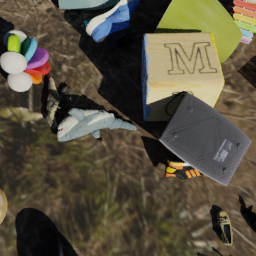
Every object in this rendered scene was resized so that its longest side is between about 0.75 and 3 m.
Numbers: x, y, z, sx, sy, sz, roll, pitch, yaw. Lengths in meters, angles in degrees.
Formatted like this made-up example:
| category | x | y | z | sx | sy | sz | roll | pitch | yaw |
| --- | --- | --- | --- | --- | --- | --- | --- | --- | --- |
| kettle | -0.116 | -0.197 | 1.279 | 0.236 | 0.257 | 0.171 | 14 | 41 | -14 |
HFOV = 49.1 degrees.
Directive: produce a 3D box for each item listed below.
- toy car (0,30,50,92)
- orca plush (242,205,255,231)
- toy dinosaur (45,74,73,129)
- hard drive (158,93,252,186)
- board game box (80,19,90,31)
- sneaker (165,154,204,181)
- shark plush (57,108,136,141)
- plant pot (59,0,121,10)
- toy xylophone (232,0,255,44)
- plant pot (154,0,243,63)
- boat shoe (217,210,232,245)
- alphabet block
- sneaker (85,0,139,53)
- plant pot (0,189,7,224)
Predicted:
| category | x | y | z | sx | sy | sz | roll | pitch | yaw |
| --- | --- | --- | --- | --- | --- | --- | --- | --- | --- |
| toy car | -3.712 | -2.489 | 10.390 | 1.570 | 2.093 | 1.832 | -4 | 53 | -7 |
| orca plush | 4.487 | 3.178 | 8.977 | 0.844 | 0.570 | 1.604 | -28 | 72 | -10 |
| toy dinosaur | -2.652 | -1.189 | 10.698 | 1.047 | 0.564 | 2.375 | -9 | 66 | 3 |
| hard drive | 2.433 | 0.388 | 8.938 | 2.848 | 0.603 | 1.921 | 33 | 83 | -15 |
| board game box | -1.626 | -4.390 | 12.129 | 0.773 | 0.109 | 0.523 | 24 | 71 | 9 |
| sneaker | 2.119 | 1.450 | 9.685 | 1.844 | 0.830 | 0.645 | 10 | 24 | -16 |
| shark plush | -1.155 | -0.067 | 10.336 | 2.802 | 1.273 | 1.167 | 2 | 89 | -21 |
| plant pot | -1.356 | -6.702 | 11.775 | 2.765 | 2.707 | 2.715 | 9 | 69 | -7 |
| toy xylophone | 5.199 | -4.481 | 11.900 | 1.743 | 0.598 | 2.381 | 13 | 70 | 4 |
| plant pot | 2.817 | -3.809 | 10.823 | 2.836 | 2.653 | 2.653 | 33 | 72 | -1 |
| boat shoe | 3.173 | 3.221 | 9.085 | 0.392 | 0.338 | 1.074 | -1 | 69 | 0 |
| alphabet block | 1.714 | -1.748 | 9.830 | 2.371 | 2.316 | 2.328 | -2 | 63 | 0 |
| sneaker | -0.192 | -4.191 | 11.567 | 1.630 | 1.125 | 2.931 | 47 | 59 | -1 |
| plant pot | -4.944 | 2.690 | 9.351 | 1.720 | 0.236 | 1.720 | 0 | 70 | 0 |
